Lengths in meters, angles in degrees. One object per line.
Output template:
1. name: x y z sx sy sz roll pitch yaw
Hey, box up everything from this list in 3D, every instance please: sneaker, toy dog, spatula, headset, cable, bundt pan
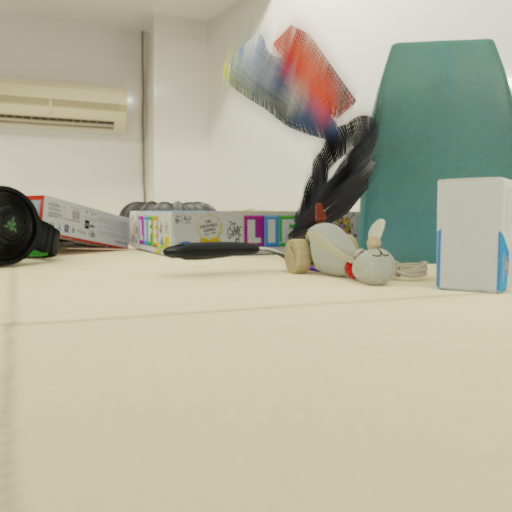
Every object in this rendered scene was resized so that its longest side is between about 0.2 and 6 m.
1. sneaker: 0.486 -2.359 7.976 1.914 0.787 0.708 32 -4 -21
2. toy dog: 0.890 -0.165 5.693 1.041 0.760 1.579 -10 9 -39
3. spatula: 0.150 0.003 6.262 2.539 0.261 0.718 5 2 -31
4. headset: -3.722 -0.199 6.925 1.831 1.393 2.966 4 -10 11
5. cable: 0.914 -0.971 7.410 0.486 1.915 1.562 22 38 -15
6. bundt pan: -2.117 -0.816 13.628 2.707 1.016 2.707 -1 4 0

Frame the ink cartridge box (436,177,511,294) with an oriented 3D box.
1. ink cartridge box: 2.087 -0.206 5.106 0.554 0.945 1.308 3 5 34

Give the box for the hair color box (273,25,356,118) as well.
1. hair color box: 0.756 -2.358 7.216 0.353 1.154 0.586 -38 -11 28

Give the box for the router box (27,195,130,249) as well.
1. router box: -3.746 -0.534 9.768 2.138 0.582 2.383 1 -5 21

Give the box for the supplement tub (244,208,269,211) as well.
1. supplement tub: -0.030 -0.675 12.833 0.834 0.834 1.155 -1 4 -16

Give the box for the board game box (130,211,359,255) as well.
1. board game box: 0.042 -0.481 10.525 4.245 0.726 2.854 -2 4 -25

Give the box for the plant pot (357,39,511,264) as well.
1. plant pot: 2.632 -1.462 8.280 2.141 3.029 2.140 1 4 8
